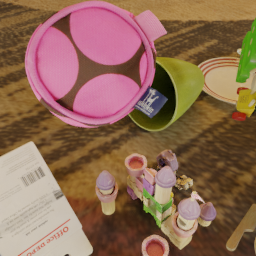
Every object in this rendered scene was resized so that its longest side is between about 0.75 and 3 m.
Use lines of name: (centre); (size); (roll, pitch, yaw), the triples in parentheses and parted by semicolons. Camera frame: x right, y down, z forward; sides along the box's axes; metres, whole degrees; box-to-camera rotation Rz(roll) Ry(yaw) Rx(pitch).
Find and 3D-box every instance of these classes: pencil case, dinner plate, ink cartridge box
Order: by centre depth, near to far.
pencil case: (-0.446, -0.613, 3.497); (1.218, 1.180, 2.600); (-46, 13, -6)
ink cartridge box: (-1.727, 1.519, 4.854); (1.288, 0.753, 2.221); (-30, 94, -28)
dinner plate: (3.413, -1.464, 8.833); (2.646, 0.321, 2.646); (0, 42, 0)

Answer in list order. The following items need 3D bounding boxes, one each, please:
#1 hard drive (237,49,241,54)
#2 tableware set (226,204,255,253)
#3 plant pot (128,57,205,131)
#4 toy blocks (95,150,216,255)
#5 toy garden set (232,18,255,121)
hard drive: (4.434, -2.437, 9.666); (0.880, 0.178, 1.334); (7, 30, -6)
tableware set: (3.331, 1.865, 5.119); (1.959, 0.594, 2.964); (21, 40, 37)
plant pot: (1.148, -1.097, 7.577); (1.868, 1.868, 1.996); (35, 40, 31)
toy blocks: (0.630, 1.100, 5.094); (2.000, 1.684, 1.869); (-27, 49, -26)
toy garden set: (2.419, -1.232, 4.904); (0.457, 2.289, 1.908); (12, 80, 9)
